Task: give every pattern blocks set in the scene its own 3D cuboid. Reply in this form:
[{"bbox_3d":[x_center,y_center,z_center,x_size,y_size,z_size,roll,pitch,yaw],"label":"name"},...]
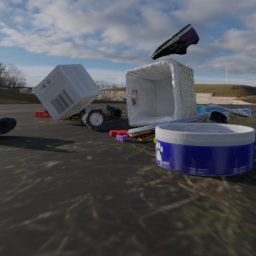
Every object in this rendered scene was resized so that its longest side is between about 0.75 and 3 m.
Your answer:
[{"bbox_3d":[0.964,0.208,8.923,2.780,0.225,2.444,-2,7,-16],"label":"pattern blocks set"}]

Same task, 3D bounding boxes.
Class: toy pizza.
[{"bbox_3d":[1.082,0.003,7.426,2.220,0.352,2.220,-12,-1,0],"label":"toy pizza"}]

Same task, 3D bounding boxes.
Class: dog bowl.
[{"bbox_3d":[1.465,0.342,5.483,1.855,0.731,1.855,0,7,0],"label":"dog bowl"}]

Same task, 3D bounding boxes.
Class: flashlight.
[{"bbox_3d":[-1.486,-0.446,11.828,0.899,0.903,2.656,18,2,-14],"label":"flashlight"}]

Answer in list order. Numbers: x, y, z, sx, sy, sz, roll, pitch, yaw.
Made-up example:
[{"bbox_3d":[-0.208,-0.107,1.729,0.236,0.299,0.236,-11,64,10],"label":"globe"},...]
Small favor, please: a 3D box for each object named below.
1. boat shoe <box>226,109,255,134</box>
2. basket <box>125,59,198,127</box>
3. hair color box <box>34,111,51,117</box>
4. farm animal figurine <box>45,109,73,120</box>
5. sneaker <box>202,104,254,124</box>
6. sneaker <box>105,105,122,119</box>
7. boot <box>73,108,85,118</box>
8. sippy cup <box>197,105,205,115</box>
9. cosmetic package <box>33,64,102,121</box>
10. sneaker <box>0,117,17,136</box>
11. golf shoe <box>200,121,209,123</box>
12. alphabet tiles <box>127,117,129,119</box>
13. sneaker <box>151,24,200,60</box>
[{"bbox_3d":[4.570,-0.249,10.032,0.821,0.873,2.292,-6,9,-42],"label":"boat shoe"},{"bbox_3d":[1.489,-1.397,12.091,2.527,2.504,2.032,-6,-2,40],"label":"basket"},{"bbox_3d":[-5.538,-0.945,18.465,1.163,0.356,0.590,-1,8,-6],"label":"hair color box"},{"bbox_3d":[-3.983,-1.122,16.371,1.785,1.112,2.211,6,20,-10],"label":"farm animal figurine"},{"bbox_3d":[4.459,-0.368,11.776,2.630,0.945,0.953,8,44,6],"label":"sneaker"},{"bbox_3d":[-0.844,-0.938,16.256,0.906,0.862,2.287,2,7,3],"label":"sneaker"},{"bbox_3d":[-3.490,-0.902,16.908,1.873,0.641,1.763,-1,7,0],"label":"boot"},{"bbox_3d":[4.578,-0.938,16.966,0.757,0.811,1.032,8,43,-45],"label":"sippy cup"},{"bbox_3d":[-2.948,-1.837,14.017,1.961,1.963,2.379,-36,1,22],"label":"cosmetic package"},{"bbox_3d":[-4.073,-0.037,8.885,1.153,0.607,1.595,-8,9,41],"label":"sneaker"},{"bbox_3d":[2.088,-0.018,9.000,1.367,0.535,0.665,12,-3,-30],"label":"golf shoe"},{"bbox_3d":[1.043,-0.605,16.402,2.058,0.150,2.013,-4,7,-29],"label":"alphabet tiles"},{"bbox_3d":[1.811,-3.041,10.769,1.947,0.852,0.737,-31,17,32],"label":"sneaker"}]
